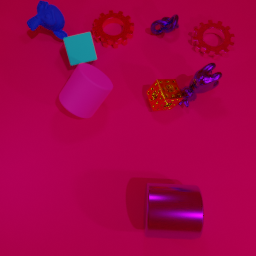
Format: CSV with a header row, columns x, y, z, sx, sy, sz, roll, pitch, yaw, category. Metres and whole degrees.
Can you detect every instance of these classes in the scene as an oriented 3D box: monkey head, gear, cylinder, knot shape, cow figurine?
x,y,z,sx,sy,sz,roll,pitch,yaw,category
-2.824,-3.719,9.700,1.175,0.984,1.633,-36,80,5,monkey head
3.022,-3.161,9.990,1.463,0.271,1.463,0,72,0,gear
-1.241,-1.097,8.281,1.180,1.180,1.180,47,116,16,cylinder
1.417,-3.699,9.970,1.102,0.509,1.031,-1,27,37,knot shape
1.144,2.179,7.380,1.388,1.388,1.388,3,69,1,cylinder
-0.533,-3.606,10.201,1.500,0.277,1.500,0,69,0,gear
2.102,-1.291,8.659,1.408,1.431,0.786,-31,78,3,cow figurine

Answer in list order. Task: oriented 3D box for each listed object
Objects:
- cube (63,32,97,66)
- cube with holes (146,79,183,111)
x,y,z,sx,sy,sz,roll,pitch,yaw,category
-1.576,-2.634,9.315,0.881,0.881,0.881,-15,108,-4,cube
1.145,-1.039,8.848,0.729,0.729,0.729,-6,67,-29,cube with holes
